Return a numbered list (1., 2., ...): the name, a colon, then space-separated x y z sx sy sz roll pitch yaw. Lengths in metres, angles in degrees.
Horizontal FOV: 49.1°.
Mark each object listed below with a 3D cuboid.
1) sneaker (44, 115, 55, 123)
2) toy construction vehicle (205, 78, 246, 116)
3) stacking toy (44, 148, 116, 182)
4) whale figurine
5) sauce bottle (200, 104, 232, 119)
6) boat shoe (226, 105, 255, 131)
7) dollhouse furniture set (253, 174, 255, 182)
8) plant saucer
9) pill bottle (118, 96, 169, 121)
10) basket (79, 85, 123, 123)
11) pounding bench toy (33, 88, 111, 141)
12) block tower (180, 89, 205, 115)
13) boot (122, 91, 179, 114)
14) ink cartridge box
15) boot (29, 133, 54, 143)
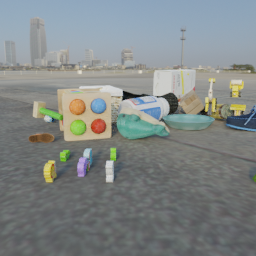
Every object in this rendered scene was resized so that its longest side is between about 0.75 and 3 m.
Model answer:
1. sneaker: -3.243 -0.392 11.875 0.372 0.369 1.028 34 7 -2
2. toy construction vehicle: 3.885 -1.052 11.208 1.572 1.806 0.636 9 12 25
3. stacking toy: -0.996 0.747 6.503 1.401 0.436 1.858 0 12 1
4. whale figurine: 0.412 -0.002 8.791 1.714 0.889 1.363 18 -16 30
5. sauce bottle: 3.879 -0.757 12.475 0.653 0.653 2.018 -3 6 -12
6. boat shoe: 5.075 -0.424 10.424 2.806 0.963 1.181 0 13 -2
7. dollhouse furniture set: 2.971 1.105 5.527 0.752 0.377 0.493 15 31 -13
8. plant saucer: 2.335 -0.223 10.902 1.975 0.355 1.975 0 11 0
9. pill bottle: 0.676 -0.667 11.039 2.001 1.123 1.123 -12 18 -39
10. basket: -1.240 -1.086 12.354 1.552 1.413 2.290 -4 14 -17
11. pounding bench toy: -1.931 -0.474 9.426 2.437 1.514 1.901 -4 14 -18
12. block tower: 3.127 -1.268 13.773 0.866 0.809 2.996 -38 3 15
13. boot: 0.648 -1.207 13.351 2.323 1.169 3.107 -13 25 -29
14. ink cartridge box: 2.812 -2.410 16.704 1.197 2.083 2.870 12 18 39
15. boot: -2.686 0.286 8.888 0.796 0.299 0.427 0 7 5
